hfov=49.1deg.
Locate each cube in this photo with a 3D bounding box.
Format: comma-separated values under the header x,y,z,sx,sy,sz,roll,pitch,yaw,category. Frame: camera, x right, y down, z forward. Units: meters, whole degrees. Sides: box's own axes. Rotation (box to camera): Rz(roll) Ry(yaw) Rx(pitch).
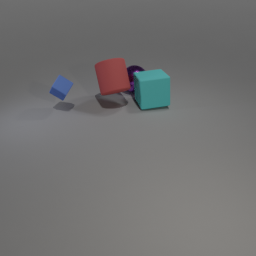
x,y,z,sx,sy,sz,roll,pitch,yaw,category
1.113,-1.848,13.196,1.400,1.400,1.400,-9,28,-8,cube
-2.929,-1.758,12.295,0.700,0.700,0.700,31,64,-14,cube

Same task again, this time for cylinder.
x,y,z,sx,sy,sz,roll,pitch,yaw,category
-0.697,-2.318,12.759,1.400,1.400,1.400,-12,3,1,cylinder

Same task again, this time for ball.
x,y,z,sx,sy,sz,roll,pitch,yaw,category
0.339,-2.545,14.538,1.400,1.400,1.400,0,30,0,ball
